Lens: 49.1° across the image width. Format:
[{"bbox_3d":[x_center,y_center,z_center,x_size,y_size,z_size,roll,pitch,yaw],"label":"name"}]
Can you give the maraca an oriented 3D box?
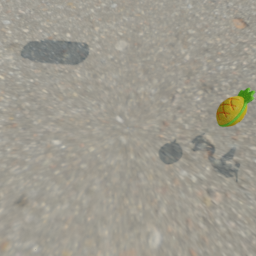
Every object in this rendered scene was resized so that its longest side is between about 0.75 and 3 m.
[{"bbox_3d":[2.275,-0.432,5.953,0.534,0.997,0.684,33,18,-19],"label":"maraca"}]
